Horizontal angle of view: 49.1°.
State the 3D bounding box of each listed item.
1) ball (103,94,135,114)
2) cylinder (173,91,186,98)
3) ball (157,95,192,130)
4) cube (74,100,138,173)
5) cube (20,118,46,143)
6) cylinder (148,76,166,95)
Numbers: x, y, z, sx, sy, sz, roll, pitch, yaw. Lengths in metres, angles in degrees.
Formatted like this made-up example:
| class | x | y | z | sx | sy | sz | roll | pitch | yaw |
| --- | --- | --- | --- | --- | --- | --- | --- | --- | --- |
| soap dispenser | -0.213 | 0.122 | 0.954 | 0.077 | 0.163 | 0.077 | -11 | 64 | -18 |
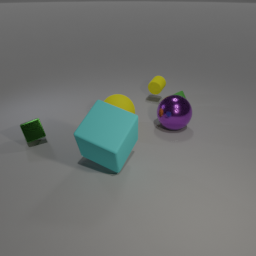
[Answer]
| class | x | y | z | sx | sy | sz | roll | pitch | yaw |
| --- | --- | --- | --- | --- | --- | --- | --- | --- | --- |
| ball | -0.412 | -0.656 | 11.260 | 1.400 | 1.400 | 1.400 | 0 | 28 | 0 |
| cylinder | 2.322 | -1.250 | 12.825 | 0.700 | 0.700 | 0.700 | -25 | -1 | 0 |
| ball | 1.847 | -0.618 | 11.151 | 1.400 | 1.400 | 1.400 | 0 | 28 | 0 |
| cube | -0.603 | 0.261 | 8.563 | 1.400 | 1.400 | 1.400 | 23 | 62 | 15 |
| cube | -3.491 | 0.075 | 10.281 | 0.700 | 0.700 | 0.700 | -23 | 11 | -17 |
| cylinder | 1.414 | -2.091 | 13.659 | 0.700 | 0.700 | 0.700 | 13 | 39 | 23 |
